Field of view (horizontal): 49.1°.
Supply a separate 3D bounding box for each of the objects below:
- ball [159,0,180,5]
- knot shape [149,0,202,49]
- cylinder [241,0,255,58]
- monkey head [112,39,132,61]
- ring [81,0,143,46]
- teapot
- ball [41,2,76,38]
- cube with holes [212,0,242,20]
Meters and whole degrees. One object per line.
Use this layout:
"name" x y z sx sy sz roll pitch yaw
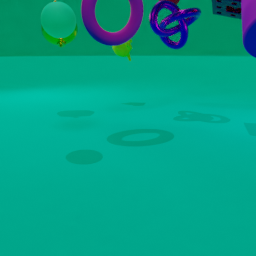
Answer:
"ball" 1.375 -4.371 9.244 0.739 0.739 0.739 0 16 0
"knot shape" 1.619 -3.446 9.120 1.583 1.691 0.781 -20 50 22
"cylinder" 3.003 -2.268 5.678 1.286 1.286 1.286 4 58 14
"monkey head" -0.191 -3.252 11.195 1.176 0.709 0.846 38 38 -3
"ring" -0.373 -3.000 7.213 1.718 1.718 0.344 -8 27 -26
"teapot" -2.351 -3.451 9.542 1.246 2.003 0.981 -9 -17 -7
"ball" -1.467 -2.279 5.924 0.724 0.724 0.724 0 16 0
"cube with holes" 3.113 -3.859 7.725 1.215 1.215 1.215 19 6 18
